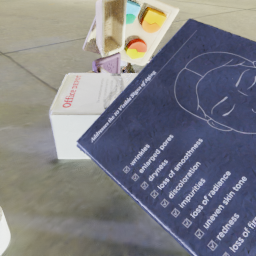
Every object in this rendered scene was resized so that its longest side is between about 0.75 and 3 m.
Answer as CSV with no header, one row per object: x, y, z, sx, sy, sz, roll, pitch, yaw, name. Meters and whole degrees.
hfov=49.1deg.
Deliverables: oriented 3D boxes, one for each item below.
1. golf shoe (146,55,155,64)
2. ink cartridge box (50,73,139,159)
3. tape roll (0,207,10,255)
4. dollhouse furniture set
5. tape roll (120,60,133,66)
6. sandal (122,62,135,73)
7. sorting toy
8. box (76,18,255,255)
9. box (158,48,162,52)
0.907,-2.752,11.177,0.859,0.378,0.331,3,33,8,golf shoe
-0.075,-0.353,6.527,2.925,1.224,2.122,0,33,0,ink cartridge box
-2.217,1.553,4.172,0.781,0.536,0.781,0,32,0,tape roll
-0.433,-1.706,7.256,2.238,2.825,2.005,-30,55,-30,dollhouse furniture set
-0.028,-3.066,11.011,1.301,0.893,1.301,-8,29,4,tape roll
-0.022,-1.905,9.815,0.379,0.568,1.389,-14,36,19,sandal
0.091,-2.870,8.311,2.376,2.200,0.433,5,50,-30,sorting toy
1.183,0.230,3.961,2.622,1.625,2.578,-48,57,-7,box
1.953,-2.483,10.122,1.181,1.025,1.932,16,35,24,box
